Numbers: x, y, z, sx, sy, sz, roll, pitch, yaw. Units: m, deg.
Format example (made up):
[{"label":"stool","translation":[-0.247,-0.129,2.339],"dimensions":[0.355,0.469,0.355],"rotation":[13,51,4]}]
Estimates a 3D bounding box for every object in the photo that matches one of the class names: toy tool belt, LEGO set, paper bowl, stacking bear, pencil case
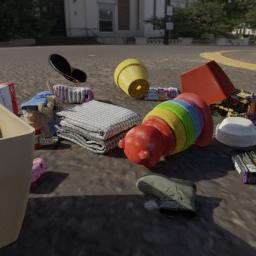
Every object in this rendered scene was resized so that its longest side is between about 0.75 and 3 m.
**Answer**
[{"label":"toy tool belt","translation":[-3.026,-0.607,9.783],"dimensions":[1.722,1.695,2.758],"rotation":[0,21,1]},{"label":"LEGO set","translation":[4.244,-1.079,11.660],"dimensions":[1.645,1.239,2.139],"rotation":[-6,22,-16]},{"label":"paper bowl","translation":[3.677,0.073,9.439],"dimensions":[1.337,0.696,1.337],"rotation":[-1,20,0]},{"label":"stacking bear","translation":[1.053,0.148,8.095],"dimensions":[1.754,1.643,2.889],"rotation":[30,42,32]},{"label":"pencil case","translation":[-2.460,1.146,6.998],"dimensions":[0.459,0.439,1.061],"rotation":[41,28,1]}]

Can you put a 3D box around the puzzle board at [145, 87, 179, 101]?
[{"label":"puzzle board","translation":[1.843,-1.913,15.300],"dimensions":[1.863,0.215,2.472],"rotation":[1,21,3]}]

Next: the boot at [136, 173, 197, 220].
[{"label":"boot","translation":[0.785,1.483,6.105],"dimensions":[1.449,0.491,0.947],"rotation":[5,27,16]}]

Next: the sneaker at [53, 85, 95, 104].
[{"label":"sneaker","translation":[-2.658,-1.678,13.936],"dimensions":[2.205,0.887,0.975],"rotation":[7,15,6]}]

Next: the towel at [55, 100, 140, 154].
[{"label":"towel","translation":[-1.033,-0.054,9.410],"dimensions":[2.350,1.006,1.946],"rotation":[16,28,33]}]

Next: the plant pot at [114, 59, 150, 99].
[{"label":"plant pot","translation":[0.340,-2.468,14.811],"dimensions":[1.832,1.832,1.724],"rotation":[-6,38,-15]}]

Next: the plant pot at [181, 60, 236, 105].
[{"label":"plant pot","translation":[3.404,-1.953,12.415],"dimensions":[1.875,1.654,1.876],"rotation":[-21,6,35]}]

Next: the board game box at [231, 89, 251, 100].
[{"label":"board game box","translation":[5.203,-1.687,13.722],"dimensions":[1.498,0.381,2.214],"rotation":[13,11,-34]}]

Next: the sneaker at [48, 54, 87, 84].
[{"label":"sneaker","translation":[-1.882,-1.691,8.315],"dimensions":[1.308,0.457,0.588],"rotation":[30,-22,-37]}]

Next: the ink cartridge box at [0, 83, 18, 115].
[{"label":"ink cartridge box","translation":[-5.560,-0.950,11.122],"dimensions":[1.395,1.389,1.920],"rotation":[3,21,7]}]

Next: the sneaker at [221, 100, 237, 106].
[{"label":"sneaker","translation":[4.846,-1.335,13.356],"dimensions":[0.883,0.510,0.346],"rotation":[-10,24,-22]}]

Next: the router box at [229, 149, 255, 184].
[{"label":"router box","translation":[3.400,1.002,7.468],"dimensions":[1.023,0.350,1.371],"rotation":[2,21,5]}]

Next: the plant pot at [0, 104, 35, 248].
[{"label":"plant pot","translation":[-3.169,0.999,4.873],"dimensions":[2.514,2.226,2.511],"rotation":[-15,26,-37]}]
